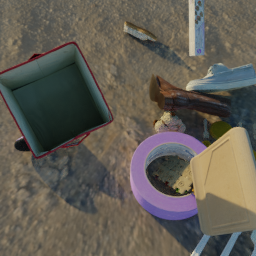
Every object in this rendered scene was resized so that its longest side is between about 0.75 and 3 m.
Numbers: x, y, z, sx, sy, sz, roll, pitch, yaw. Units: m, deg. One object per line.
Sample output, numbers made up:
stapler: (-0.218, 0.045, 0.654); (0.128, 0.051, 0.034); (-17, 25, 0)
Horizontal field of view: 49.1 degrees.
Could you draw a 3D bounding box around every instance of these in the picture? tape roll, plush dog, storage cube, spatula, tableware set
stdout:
tape roll: (1.444, 1.500, 9.107); (2.738, 0.898, 2.738); (0, 58, 0)
plush dog: (1.431, -0.121, 10.283); (0.942, 0.880, 1.097); (-43, 62, 5)
storage cube: (-1.828, -0.639, 7.407); (2.067, 2.174, 2.418); (-27, 92, -10)
spatula: (2.979, 3.324, 7.992); (1.876, 0.217, 2.699); (31, 51, 22)
tableware set: (3.950, 0.664, 9.973); (2.761, 0.424, 1.860); (7, 61, 3)

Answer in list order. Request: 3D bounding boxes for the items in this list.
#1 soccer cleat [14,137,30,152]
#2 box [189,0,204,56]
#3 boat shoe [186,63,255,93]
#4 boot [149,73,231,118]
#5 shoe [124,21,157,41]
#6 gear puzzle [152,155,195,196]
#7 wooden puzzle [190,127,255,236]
soccer cleat: (-3.163, 0.264, 10.139); (1.904, 0.649, 0.697); (-23, 39, -11)
box: (2.597, -3.854, 10.601); (0.424, 0.454, 2.192); (-6, 101, -15)
boat shoe: (3.650, -2.007, 11.090); (3.009, 1.050, 1.072); (-9, 89, -13)
boot: (2.380, -1.260, 10.896); (2.835, 0.910, 2.642); (3, 34, -13)
shoe: (0.566, -4.468, 13.237); (1.752, 0.468, 0.613); (31, 30, 14)
gear puzzle: (1.793, 1.585, 8.871); (1.109, 0.280, 2.141); (-42, 34, -16)
wooden puzzle: (2.341, 1.384, 6.755); (0.434, 2.331, 2.156); (3, 65, -16)
